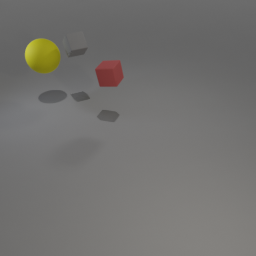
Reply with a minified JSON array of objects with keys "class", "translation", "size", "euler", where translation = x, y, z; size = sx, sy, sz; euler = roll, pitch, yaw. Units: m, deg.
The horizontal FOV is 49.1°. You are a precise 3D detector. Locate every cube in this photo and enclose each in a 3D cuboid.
[{"class":"cube","translation":[-2.081,-3.283,11.019],"size":[0.700,0.700,0.700],"euler":[-19,-1,-24]},{"class":"cube","translation":[-0.641,-1.923,9.885],"size":[0.700,0.700,0.700],"euler":[3,38,22]}]

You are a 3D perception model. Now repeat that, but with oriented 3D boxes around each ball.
[{"class":"ball","translation":[-3.503,-2.959,11.558],"size":[1.400,1.400,1.400],"euler":[0,31,0]}]
